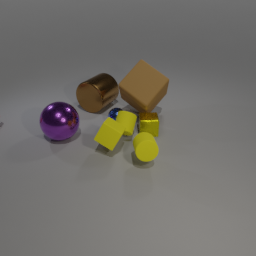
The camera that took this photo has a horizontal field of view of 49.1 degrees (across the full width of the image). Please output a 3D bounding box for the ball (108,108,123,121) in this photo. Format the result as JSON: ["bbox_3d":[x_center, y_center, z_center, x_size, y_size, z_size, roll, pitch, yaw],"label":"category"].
[{"bbox_3d":[-0.438,-0.455,11.026,0.700,0.700,0.700,0,29,0],"label":"ball"}]

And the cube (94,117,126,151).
[{"bbox_3d":[-0.576,0.180,9.125,0.700,0.700,0.700,32,20,0],"label":"cube"}]

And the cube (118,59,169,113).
[{"bbox_3d":[0.629,-1.546,11.129,1.400,1.400,1.400,39,80,12],"label":"cube"}]

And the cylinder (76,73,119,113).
[{"bbox_3d":[-1.328,-1.564,12.358,1.400,1.400,1.400,15,33,24],"label":"cylinder"}]

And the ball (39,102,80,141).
[{"bbox_3d":[-2.436,-0.244,10.010,1.400,1.400,1.400,0,29,0],"label":"ball"}]

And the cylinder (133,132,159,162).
[{"bbox_3d":[0.531,0.569,8.556,0.700,0.700,0.700,-3,20,-5],"label":"cylinder"}]

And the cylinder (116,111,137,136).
[{"bbox_3d":[-0.102,-0.164,9.988,0.700,0.700,0.700,10,75,17],"label":"cylinder"}]

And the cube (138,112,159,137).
[{"bbox_3d":[0.771,-0.128,10.530,0.700,0.700,0.700,-1,29,-2],"label":"cube"}]
